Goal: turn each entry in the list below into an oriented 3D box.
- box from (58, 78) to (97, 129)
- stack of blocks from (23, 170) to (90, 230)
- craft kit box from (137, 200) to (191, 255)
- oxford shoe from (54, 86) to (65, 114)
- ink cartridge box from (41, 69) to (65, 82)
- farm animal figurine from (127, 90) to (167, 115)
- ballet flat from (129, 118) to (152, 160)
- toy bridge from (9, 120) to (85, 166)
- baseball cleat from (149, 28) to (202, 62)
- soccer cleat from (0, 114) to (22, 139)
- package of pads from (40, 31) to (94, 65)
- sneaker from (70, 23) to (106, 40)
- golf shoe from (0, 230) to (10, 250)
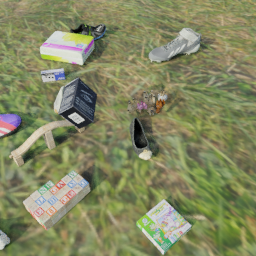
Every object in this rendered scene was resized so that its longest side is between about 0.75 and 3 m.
[{"bbox_3d":[-1.549,-0.776,8.832,0.654,0.927,1.253,-24,44,28],"label":"box"},{"bbox_3d":[-2.188,2.142,8.771,1.023,0.520,1.777,33,55,27],"label":"stack of blocks"},{"bbox_3d":[1.056,2.876,8.273,1.162,0.282,1.148,-32,52,-27],"label":"craft kit box"},{"bbox_3d":[-2.867,-1.215,11.975,0.462,0.601,1.600,-18,45,16],"label":"oxford shoe"},{"bbox_3d":[-3.516,-2.485,13.184,1.037,0.487,0.229,-10,49,-9],"label":"ink cartridge box"},{"bbox_3d":[0.806,-0.955,11.608,1.532,0.799,1.515,3,34,12],"label":"farm animal figurine"},{"bbox_3d":[0.413,0.405,10.410,0.628,0.537,1.890,-12,48,-11],"label":"ballet flat"},{"bbox_3d":[-2.914,0.336,10.187,2.894,0.973,0.394,-31,55,-27],"label":"toy bridge"},{"bbox_3d":[2.372,-4.282,14.190,2.827,1.505,0.986,-19,54,-15],"label":"baseball cleat"},{"bbox_3d":[-5.581,-0.130,10.539,2.954,1.081,1.007,-11,48,-11],"label":"soccer cleat"},{"bbox_3d":[-3.105,-4.224,14.611,2.369,0.808,1.830,12,48,11],"label":"package of pads"},{"bbox_3d":[-2.224,-5.407,15.619,2.140,0.887,0.759,-18,55,-12],"label":"sneaker"},{"bbox_3d":[-3.900,2.939,7.988,1.198,0.582,0.469,21,52,21],"label":"golf shoe"}]
